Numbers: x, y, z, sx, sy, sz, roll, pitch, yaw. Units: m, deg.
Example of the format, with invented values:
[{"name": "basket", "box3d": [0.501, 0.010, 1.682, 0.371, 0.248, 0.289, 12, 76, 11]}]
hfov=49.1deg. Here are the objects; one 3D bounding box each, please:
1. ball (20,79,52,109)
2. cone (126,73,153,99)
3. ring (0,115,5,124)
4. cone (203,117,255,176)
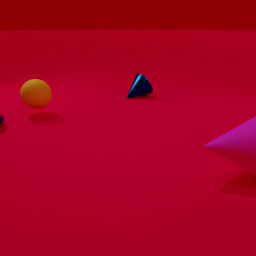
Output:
[{"name": "ball", "box3d": [-3.106, -1.141, 9.476, 1.001, 1.001, 1.001, 0, 21, 0]}, {"name": "cone", "box3d": [0.310, -1.552, 11.704, 1.061, 1.057, 1.057, -41, 36, -15]}, {"name": "ring", "box3d": [-4.384, -0.388, 8.342, 1.360, 0.272, 1.360, 12, -3, 1]}, {"name": "cone", "box3d": [2.115, 0.362, 5.498, 1.375, 1.370, 1.370, 1, 21, -11]}]
